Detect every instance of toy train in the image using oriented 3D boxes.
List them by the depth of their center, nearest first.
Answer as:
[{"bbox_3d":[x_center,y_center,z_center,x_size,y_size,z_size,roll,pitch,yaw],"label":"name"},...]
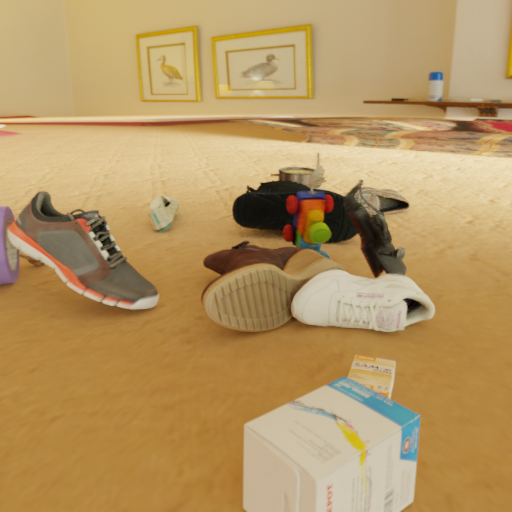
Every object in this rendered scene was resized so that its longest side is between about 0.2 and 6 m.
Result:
[{"bbox_3d":[1.060,-0.717,10.150,0.842,1.990,1.151,-3,42,-8],"label":"toy train"}]

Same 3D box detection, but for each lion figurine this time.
[{"bbox_3d":[-4.156,-0.101,10.492,0.503,0.821,0.298,21,52,-18],"label":"lion figurine"}]

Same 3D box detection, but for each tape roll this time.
[{"bbox_3d":[-4.557,-0.180,9.758,0.576,1.356,1.356,-4,19,-14],"label":"tape roll"}]

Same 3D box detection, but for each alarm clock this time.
[{"bbox_3d":[1.462,-2.443,17.829,1.833,0.610,1.236,14,22,42],"label":"alarm clock"}]

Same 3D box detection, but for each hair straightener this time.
[{"bbox_3d":[1.990,-0.306,8.706,0.871,2.264,0.463,24,64,42],"label":"hair straightener"}]

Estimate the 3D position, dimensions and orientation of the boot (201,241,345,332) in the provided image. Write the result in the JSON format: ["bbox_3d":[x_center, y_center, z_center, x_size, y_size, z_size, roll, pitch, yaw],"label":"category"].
[{"bbox_3d":[-0.209,0.385,9.004,2.744,0.993,2.283,-11,15,-39],"label":"boot"}]

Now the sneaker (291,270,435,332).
[{"bbox_3d":[1.566,0.675,8.080,2.100,0.786,1.046,-5,19,-13],"label":"sneaker"}]

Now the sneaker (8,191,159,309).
[{"bbox_3d":[-2.610,-0.126,8.767,2.684,1.099,1.034,30,9,3],"label":"sneaker"}]

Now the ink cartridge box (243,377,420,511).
[{"bbox_3d":[0.615,1.740,4.664,1.220,0.898,0.883,-14,23,-37],"label":"ink cartridge box"}]

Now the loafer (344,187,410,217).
[{"bbox_3d":[3.094,-1.363,14.444,2.112,0.759,0.664,-9,27,-34],"label":"loafer"}]

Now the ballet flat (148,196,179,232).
[{"bbox_3d":[-2.271,-1.179,13.713,0.682,0.631,2.023,-29,19,4],"label":"ballet flat"}]

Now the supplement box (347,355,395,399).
[{"bbox_3d":[1.313,1.469,6.452,0.498,0.290,0.790,7,19,17],"label":"supplement box"}]

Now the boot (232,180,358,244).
[{"bbox_3d":[1.075,-1.159,13.311,3.100,1.147,2.540,6,14,16],"label":"boot"}]
